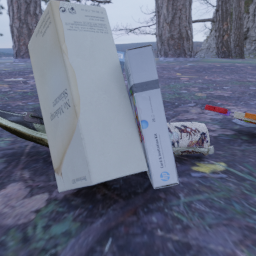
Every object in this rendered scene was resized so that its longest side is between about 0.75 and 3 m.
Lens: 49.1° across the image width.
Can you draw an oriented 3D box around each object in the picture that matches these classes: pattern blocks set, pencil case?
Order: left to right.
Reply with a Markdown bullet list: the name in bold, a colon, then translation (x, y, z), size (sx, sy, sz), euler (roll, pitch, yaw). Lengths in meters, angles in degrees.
- **pencil case**: translation (0.944, 0.306, 6.565), size (1.985, 0.772, 0.888), euler (-2, 46, 0)
- **pattern blocks set**: translation (3.788, -0.188, 8.018), size (2.643, 0.214, 2.323), euler (18, 7, 42)

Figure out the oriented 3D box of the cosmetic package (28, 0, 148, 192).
- **cosmetic package**: translation (-0.814, -0.469, 4.944), size (1.071, 2.931, 1.518), euler (-7, -12, -34)

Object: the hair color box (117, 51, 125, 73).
- **hair color box**: translation (-0.582, -2.117, 11.907), size (0.618, 2.038, 1.009), euler (7, 36, -7)

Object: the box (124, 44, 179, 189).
- **box**: translation (0.369, -0.221, 5.274), size (0.467, 2.268, 1.768), euler (-13, 5, -1)

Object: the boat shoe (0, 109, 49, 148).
- **boat shoe**: translation (-1.954, -0.037, 6.663), size (2.637, 0.867, 0.942), euler (18, -16, 10)
